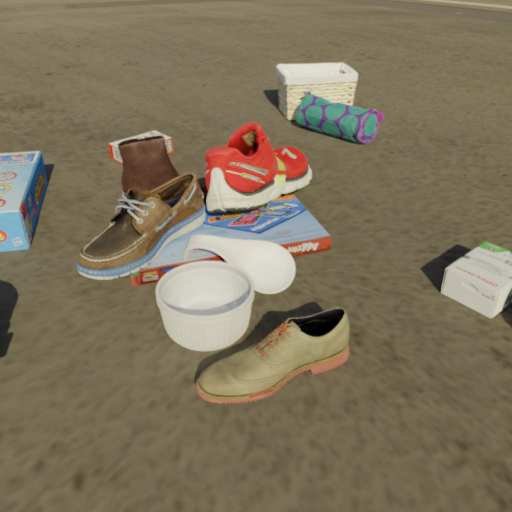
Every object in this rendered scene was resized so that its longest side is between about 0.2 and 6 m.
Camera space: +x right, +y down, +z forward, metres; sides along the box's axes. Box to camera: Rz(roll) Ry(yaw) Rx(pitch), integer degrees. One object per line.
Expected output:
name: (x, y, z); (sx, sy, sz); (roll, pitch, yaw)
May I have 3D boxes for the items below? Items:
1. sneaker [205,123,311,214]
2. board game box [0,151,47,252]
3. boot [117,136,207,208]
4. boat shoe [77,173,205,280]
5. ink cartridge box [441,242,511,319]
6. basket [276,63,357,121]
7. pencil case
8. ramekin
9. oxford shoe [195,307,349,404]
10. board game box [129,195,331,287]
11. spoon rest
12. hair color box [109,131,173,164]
sneaker: (0.123, -1.874, 10.919); (1.332, 1.468, 3.458); (0, 19, 25)
board game box: (-5.758, -1.047, 10.840); (2.914, 0.814, 2.853); (-6, 33, -9)
boot: (-1.727, -1.584, 11.006); (1.852, 1.540, 0.670); (-8, 34, -12)
boat shoe: (-1.911, -0.610, 9.310); (1.006, 1.008, 2.785); (18, 37, 24)
ink cartridge box: (3.674, 0.349, 8.874); (1.252, 0.526, 0.914); (-25, 40, -34)
basket: (1.716, -4.823, 16.413); (2.138, 1.319, 1.449); (-4, 32, -9)
pencil case: (2.163, -3.682, 14.933); (2.245, 0.955, 1.037); (28, 54, 36)
ramekin: (-0.722, 0.737, 8.069); (1.393, 0.731, 1.393); (1, 32, 0)
oxford shoe: (0.232, 1.197, 7.232); (2.215, 0.828, 0.780); (-18, 36, -26)
board game box: (-0.627, -0.370, 10.203); (3.532, 0.343, 1.818); (-10, 35, -16)
spoon rest: (-0.267, 0.059, 9.009); (1.841, 0.558, 0.914); (16, 63, 4)
hair color box: (-2.824, -2.650, 13.779); (1.348, 0.431, 0.748); (-27, 40, -34)
